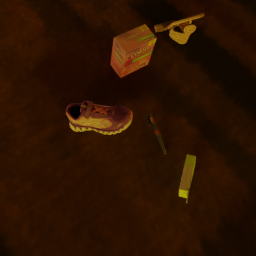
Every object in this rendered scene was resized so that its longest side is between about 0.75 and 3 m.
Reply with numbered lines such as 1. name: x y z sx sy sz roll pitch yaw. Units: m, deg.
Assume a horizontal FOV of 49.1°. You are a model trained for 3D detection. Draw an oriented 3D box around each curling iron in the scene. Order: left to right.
1. curling iron: 0.897 0.179 8.663 0.175 0.339 1.366 -23 77 -13

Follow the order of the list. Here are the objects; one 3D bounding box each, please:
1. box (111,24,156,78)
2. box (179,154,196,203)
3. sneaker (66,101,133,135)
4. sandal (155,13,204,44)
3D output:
1. box: 0.146 -2.487 9.154 1.202 1.367 0.661 -29 73 -19
2. box: 1.665 1.431 7.891 0.283 0.724 1.188 11 64 16
3. sneaker: -0.940 -0.388 8.260 2.142 0.947 0.861 0 56 21
4. sandal: 1.767 -3.248 9.449 0.898 2.450 0.806 -24 111 -19
